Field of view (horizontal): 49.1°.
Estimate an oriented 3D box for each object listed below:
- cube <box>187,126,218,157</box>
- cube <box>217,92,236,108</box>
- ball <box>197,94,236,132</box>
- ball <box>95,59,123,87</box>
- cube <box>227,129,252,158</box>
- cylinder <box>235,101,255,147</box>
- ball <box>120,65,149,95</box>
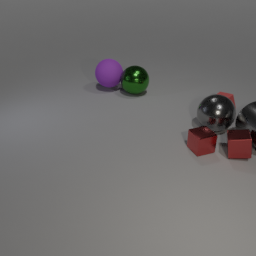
[{"bbox_3d":[2.484,0.431,9.443,0.700,0.700,0.700,-11,31,-17],"label":"cube"},{"bbox_3d":[3.903,-0.993,11.577,0.700,0.700,0.700,-34,30,-19],"label":"cube"},{"bbox_3d":[3.285,-0.557,10.456,1.400,1.400,1.400,0,30,0],"label":"ball"},{"bbox_3d":[-0.940,-2.736,13.964,1.400,1.400,1.400,0,30,0],"label":"ball"},{"bbox_3d":[3.602,0.513,9.096,0.700,0.700,0.700,-2,27,18],"label":"cube"},{"bbox_3d":[4.642,-0.018,9.494,1.400,1.400,1.400,-7,30,-12],"label":"cylinder"},{"bbox_3d":[0.335,-2.319,13.580,1.400,1.400,1.400,0,30,0],"label":"ball"}]
